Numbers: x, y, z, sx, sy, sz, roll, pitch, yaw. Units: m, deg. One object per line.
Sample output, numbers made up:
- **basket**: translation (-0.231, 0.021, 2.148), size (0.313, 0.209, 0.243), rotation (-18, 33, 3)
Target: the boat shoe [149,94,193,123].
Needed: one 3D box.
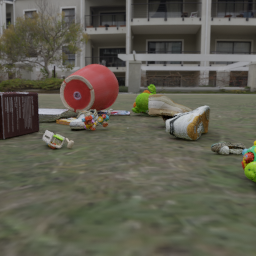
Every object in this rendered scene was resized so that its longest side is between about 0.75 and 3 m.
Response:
- **boat shoe**: translation (1.654, -0.493, 10.674), size (2.509, 0.868, 0.925), rotation (20, -12, -37)

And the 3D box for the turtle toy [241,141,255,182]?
- **turtle toy**: translation (2.114, 0.602, 4.563), size (0.466, 0.671, 0.921), rotation (-18, 3, 19)

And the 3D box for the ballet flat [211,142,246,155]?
- **ballet flat**: translation (2.324, 0.484, 6.374), size (0.836, 0.283, 0.315), rotation (0, 28, -13)

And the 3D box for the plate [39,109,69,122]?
- **plate**: translation (-4.115, -0.589, 12.752), size (2.485, 0.402, 2.479), rotation (0, 8, -2)

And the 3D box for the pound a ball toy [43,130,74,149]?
- **pound a ball toy**: translation (-1.798, 0.358, 7.111), size (0.554, 0.361, 0.849), rotation (24, -5, -30)

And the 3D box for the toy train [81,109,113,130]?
- **toy train**: translation (-1.029, -0.220, 9.514), size (1.207, 0.336, 0.907), rotation (-18, -22, -32)

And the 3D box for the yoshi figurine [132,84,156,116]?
- **yoshi figurine**: translation (0.921, -1.399, 14.722), size (1.617, 1.623, 2.888), rotation (-10, 12, -6)

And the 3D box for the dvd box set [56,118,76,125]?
- **dvd box set**: translation (-2.214, -0.256, 11.349), size (1.144, 0.168, 0.837), rotation (7, 12, 39)

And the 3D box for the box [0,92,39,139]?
- **box**: translation (-3.863, -0.458, 8.866), size (1.342, 1.328, 1.617), rotation (3, 9, 20)

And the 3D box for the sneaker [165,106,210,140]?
- **sneaker**: translation (1.928, -0.239, 8.863), size (1.053, 0.908, 2.401), rotation (4, 9, 29)

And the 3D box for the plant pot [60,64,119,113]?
- **plant pot**: translation (-2.045, -1.854, 14.100), size (2.580, 2.580, 2.283), rotation (3, 17, 18)

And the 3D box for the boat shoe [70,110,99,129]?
- **boat shoe**: translation (-1.626, -0.330, 10.348), size (0.673, 0.616, 1.801), rotation (2, 9, 15)

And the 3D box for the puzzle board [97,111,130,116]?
- **puzzle board**: translation (-0.839, -0.818, 15.038), size (1.880, 0.164, 1.417), rotation (1, 9, 1)
